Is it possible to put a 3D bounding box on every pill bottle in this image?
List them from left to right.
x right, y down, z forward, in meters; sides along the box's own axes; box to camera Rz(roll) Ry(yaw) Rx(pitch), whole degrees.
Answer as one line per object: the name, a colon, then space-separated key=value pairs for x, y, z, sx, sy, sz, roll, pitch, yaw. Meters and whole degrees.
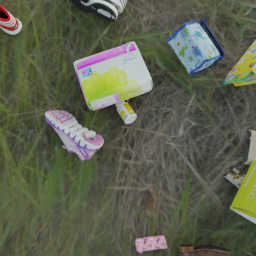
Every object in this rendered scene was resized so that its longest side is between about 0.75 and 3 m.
pill bottle: x=-0.111 y=-0.676 z=11.055 sx=0.538 sy=0.538 sz=0.954 roll=-32 pitch=64 yaw=-4

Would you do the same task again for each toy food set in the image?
toy food set: x=5.122 y=0.824 z=11.024 sx=0.999 sy=0.420 sz=1.392 roll=13 pitch=83 yaw=-10

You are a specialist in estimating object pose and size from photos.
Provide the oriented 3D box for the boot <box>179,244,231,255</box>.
boot: x=2.768 y=5.386 z=10.174 sx=1.933 sy=0.666 sz=2.074 roll=-2 pitch=78 yaw=13

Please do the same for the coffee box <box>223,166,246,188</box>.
coffee box: x=4.237 y=1.934 z=10.833 sx=0.889 sy=0.354 sz=0.508 roll=39 pitch=82 yaw=4

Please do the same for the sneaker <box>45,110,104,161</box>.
sneaker: x=-2.235 y=0.310 z=10.781 sx=2.655 sy=1.068 sz=1.174 roll=35 pitch=121 yaw=16

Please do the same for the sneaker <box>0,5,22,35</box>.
sneaker: x=-5.626 y=-4.801 z=11.249 sx=2.533 sy=1.463 sz=0.992 roll=21 pitch=82 yaw=3

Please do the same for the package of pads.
package of pads: x=-0.567 y=-2.006 z=10.942 sx=2.665 sy=0.909 sz=2.059 roll=-20 pitch=68 yaw=-2

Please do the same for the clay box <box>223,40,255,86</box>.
clay box: x=5.060 y=-2.647 z=10.821 sx=0.680 sy=1.641 sz=2.857 roll=40 pitch=84 yaw=-12

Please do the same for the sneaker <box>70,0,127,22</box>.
sneaker: x=-1.275 y=-5.644 z=11.776 sx=2.755 sy=1.040 sz=1.585 roll=32 pitch=66 yaw=7

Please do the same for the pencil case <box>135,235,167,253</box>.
pencil case: x=0.857 y=4.317 z=10.433 sx=1.162 sy=0.481 sz=0.503 roll=-9 pitch=81 yaw=-2

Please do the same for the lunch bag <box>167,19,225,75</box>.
lunch bag: x=2.837 y=-3.227 z=11.007 sx=2.021 sy=1.288 sz=1.719 roll=-27 pitch=85 yaw=-45

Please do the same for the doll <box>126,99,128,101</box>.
doll: x=-0.189 y=-1.404 z=11.372 sx=1.039 sy=0.252 sz=0.709 roll=-28 pitch=75 yaw=-10

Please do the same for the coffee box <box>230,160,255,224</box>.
coffee box: x=5.328 y=2.530 z=9.663 sx=2.112 sy=2.135 sz=2.132 roll=31 pitch=82 yaw=-8
